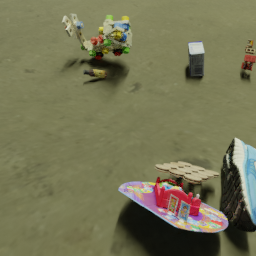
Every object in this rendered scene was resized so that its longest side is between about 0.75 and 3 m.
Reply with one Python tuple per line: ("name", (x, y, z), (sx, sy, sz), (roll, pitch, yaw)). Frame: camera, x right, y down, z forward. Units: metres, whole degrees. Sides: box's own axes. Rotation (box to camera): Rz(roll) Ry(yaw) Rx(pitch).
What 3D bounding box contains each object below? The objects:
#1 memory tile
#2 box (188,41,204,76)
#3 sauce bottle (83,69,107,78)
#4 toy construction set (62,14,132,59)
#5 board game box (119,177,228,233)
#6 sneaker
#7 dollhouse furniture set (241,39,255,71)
("memory tile", (1.286, 0.942, 6.050), (1.048, 0.115, 1.367), (15, 7, 37))
("box", (2.469, -2.513, 10.146), (0.512, 0.898, 0.976), (-3, 40, 11))
("sauce bottle", (-1.154, -1.909, 9.805), (0.824, 0.272, 0.272), (1, 38, -26))
("toy construction set", (-1.023, -3.280, 10.104), (2.821, 1.299, 1.850), (16, 2, 28))
("board game box", (0.912, 1.261, 5.387), (1.672, 0.412, 2.116), (8, 9, -44))
("sneaker", (2.613, 1.108, 5.828), (1.041, 0.908, 2.315), (17, 41, 7))
("dollhouse furniture set", (4.362, -2.603, 9.996), (0.386, 0.511, 0.949), (13, 72, 14))
